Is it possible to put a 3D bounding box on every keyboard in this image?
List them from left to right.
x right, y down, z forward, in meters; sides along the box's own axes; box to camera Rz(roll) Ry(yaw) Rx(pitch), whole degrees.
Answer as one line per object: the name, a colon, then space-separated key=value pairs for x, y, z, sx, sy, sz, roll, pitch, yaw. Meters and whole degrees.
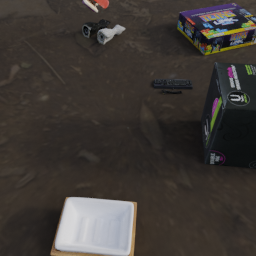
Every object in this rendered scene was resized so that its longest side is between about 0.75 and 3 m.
keyboard: x=1.323 y=-1.230 z=8.198 sx=1.128 sy=0.116 sz=0.717 roll=1 pitch=47 yaw=2

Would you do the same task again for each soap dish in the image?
soap dish: x=-0.555 y=1.828 z=5.029 sx=1.372 sy=0.557 sz=1.079 roll=3 pitch=47 yaw=4

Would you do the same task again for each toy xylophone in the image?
toy xylophone: x=-0.656 y=-3.892 z=6.996 sx=0.462 sy=1.839 sz=1.346 roll=45 pitch=23 yaw=20

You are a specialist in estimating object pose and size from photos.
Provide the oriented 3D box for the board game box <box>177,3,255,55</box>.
board game box: x=3.332 y=-3.614 z=10.028 sx=2.443 sy=0.693 sz=2.019 roll=-16 pitch=50 yaw=-14

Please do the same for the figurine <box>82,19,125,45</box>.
figurine: x=-0.841 y=-3.588 z=10.181 sx=1.188 sy=0.512 sz=1.159 roll=30 pitch=50 yaw=24

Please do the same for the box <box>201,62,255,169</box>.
box: x=2.983 y=-0.202 z=6.057 sx=2.452 sy=1.821 sz=1.524 roll=5 pitch=47 yaw=5
